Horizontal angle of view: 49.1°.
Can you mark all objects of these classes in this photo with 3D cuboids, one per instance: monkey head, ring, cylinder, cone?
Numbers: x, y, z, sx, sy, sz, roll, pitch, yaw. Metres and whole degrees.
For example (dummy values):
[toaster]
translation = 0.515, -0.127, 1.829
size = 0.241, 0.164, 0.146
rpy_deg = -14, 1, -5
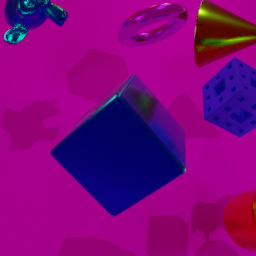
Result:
[monkey head]
translation = -2.103, -2.632, 6.409
size = 1.281, 1.073, 1.781
rpy_deg = 29, 59, -22
[ring]
translation = 0.598, -2.460, 6.821
size = 1.783, 1.783, 0.357
rpy_deg = -16, 88, -9
[cylinder]
translation = 2.508, 1.664, 5.090
size = 1.135, 1.135, 1.135
rpy_deg = 2, 69, -6
[cone]
translation = 2.644, -2.268, 6.815
size = 1.670, 1.664, 1.664
rpy_deg = 9, 59, 25

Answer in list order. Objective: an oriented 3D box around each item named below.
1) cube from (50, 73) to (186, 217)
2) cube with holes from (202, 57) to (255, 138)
[cube]
translation = -0.050, 0.198, 4.104
size = 1.290, 1.290, 1.290
rpy_deg = 48, 23, -10
[cube with holes]
translation = 1.782, -0.480, 4.557
size = 0.780, 0.780, 0.780
rpy_deg = 24, 49, -17
